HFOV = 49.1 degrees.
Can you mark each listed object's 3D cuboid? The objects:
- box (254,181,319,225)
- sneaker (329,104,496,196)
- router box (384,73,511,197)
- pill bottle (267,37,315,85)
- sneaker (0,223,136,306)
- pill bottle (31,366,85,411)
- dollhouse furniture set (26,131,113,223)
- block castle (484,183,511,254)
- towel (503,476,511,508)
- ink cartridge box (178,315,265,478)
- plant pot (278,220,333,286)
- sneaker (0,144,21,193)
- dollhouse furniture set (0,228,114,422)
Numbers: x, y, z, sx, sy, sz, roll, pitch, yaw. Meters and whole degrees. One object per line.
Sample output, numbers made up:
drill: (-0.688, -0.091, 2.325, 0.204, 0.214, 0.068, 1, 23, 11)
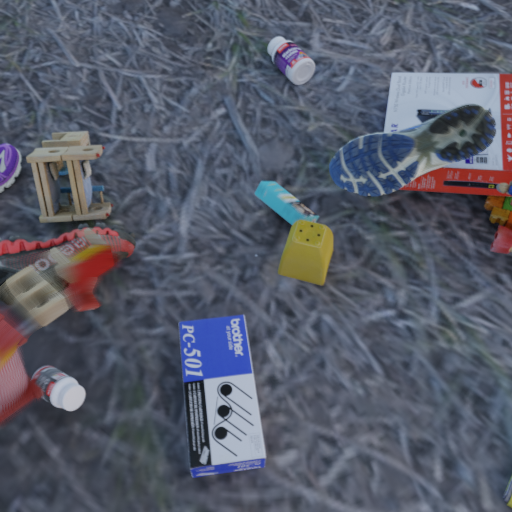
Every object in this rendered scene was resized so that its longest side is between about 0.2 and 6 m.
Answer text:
box: (0.551, -0.932, 10.255, 1.175, 0.289, 0.483, 41, 27, 25)
sneaker: (2.664, -1.756, 9.714, 2.767, 1.179, 1.066, -13, 97, 19)
router box: (3.811, -2.464, 11.035, 2.508, 0.683, 2.795, 5, 55, 14)
pill bottle: (0.759, -4.446, 12.664, 0.640, 0.640, 1.149, -27, 60, -18)
sneaker: (-3.197, 0.199, 9.300, 2.483, 0.878, 1.213, -11, 63, -12)
pill bottle: (-2.887, 1.940, 8.176, 0.793, 0.460, 0.460, 14, 53, 36)
dollhouse furniture set: (-3.330, -1.545, 10.539, 1.221, 1.228, 1.742, -3, 26, -3)
block castle: (4.834, -1.311, 9.831, 1.188, 1.692, 2.532, 19, 55, 18)
towel: (4.381, 3.229, 7.575, 1.830, 0.208, 1.314, 28, 59, 18)
ink cartridge box: (-0.539, 2.001, 8.256, 1.049, 0.493, 2.231, -6, 55, -5)
plant pot: (0.873, -0.138, 9.535, 0.824, 0.849, 0.830, 14, 57, 9)
sneaker: (-5.302, -1.487, 10.481, 0.813, 0.841, 2.015, 31, 60, 20)
dollhouse furniture set: (-3.009, 0.970, 7.950, 1.057, 1.399, 2.600, 36, 54, 24)
